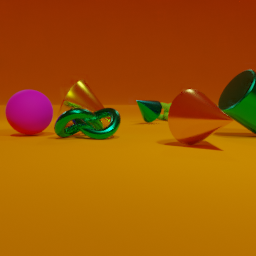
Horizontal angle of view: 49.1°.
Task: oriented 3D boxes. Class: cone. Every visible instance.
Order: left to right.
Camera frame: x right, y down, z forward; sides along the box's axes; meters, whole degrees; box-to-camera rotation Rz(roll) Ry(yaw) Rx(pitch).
[{"bbox_3d":[-0.994,-0.378,8.447,1.615,1.609,1.609,27,9,6],"label":"cone"},{"bbox_3d":[0.578,-0.775,9.897,0.895,0.895,0.899,6,-19,47],"label":"cone"},{"bbox_3d":[1.343,-0.149,4.582,0.998,0.998,1.002,-2,6,-24],"label":"cone"}]

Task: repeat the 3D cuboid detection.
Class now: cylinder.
[{"bbox_3d":[2.752,-0.549,6.150,1.072,1.072,1.072,31,-1,-12],"label":"cylinder"}]

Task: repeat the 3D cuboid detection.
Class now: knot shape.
[{"bbox_3d":[-0.918,-0.134,6.278,1.411,0.652,1.320,-1,6,-12],"label":"knot shape"},{"bbox_3d":[1.790,-0.723,12.043,1.524,0.753,1.629,-1,3,15],"label":"knot shape"}]

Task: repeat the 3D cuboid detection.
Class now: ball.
[{"bbox_3d":[-2.280,-0.363,6.509,1.042,1.042,1.042,0,5,0],"label":"ball"}]
